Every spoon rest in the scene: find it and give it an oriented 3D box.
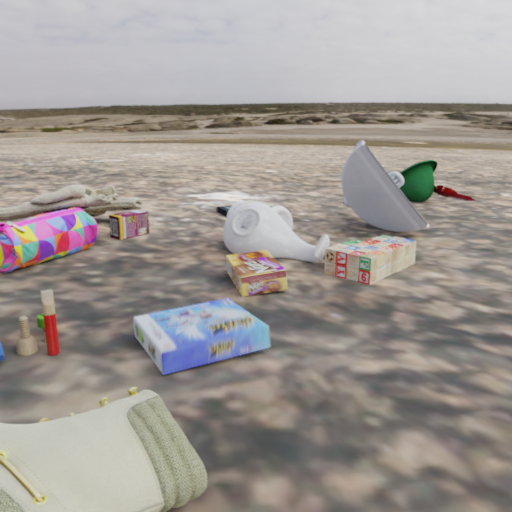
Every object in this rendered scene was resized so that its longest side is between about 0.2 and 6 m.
[{"bbox_3d":[0.362,-0.348,10.813,2.381,1.183,0.722,20,-16,34],"label":"spoon rest"}]

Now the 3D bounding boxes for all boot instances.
[{"bbox_3d":[-1.687,1.475,4.306,1.792,0.835,2.317,-15,27,-41],"label":"boot"}]

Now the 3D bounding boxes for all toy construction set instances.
[{"bbox_3d":[-3.308,0.522,6.635,1.832,1.408,1.528,-1,16,-6],"label":"toy construction set"}]

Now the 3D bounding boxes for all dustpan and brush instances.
[{"bbox_3d":[2.724,-1.476,13.590,0.983,2.396,3.433,-41,5,-22],"label":"dustpan and brush"}]

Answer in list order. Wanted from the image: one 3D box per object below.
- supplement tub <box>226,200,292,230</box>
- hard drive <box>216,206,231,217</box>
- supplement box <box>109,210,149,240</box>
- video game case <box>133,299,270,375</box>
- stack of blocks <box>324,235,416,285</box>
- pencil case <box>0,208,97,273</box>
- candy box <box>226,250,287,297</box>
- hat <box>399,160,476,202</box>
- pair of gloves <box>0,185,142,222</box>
[{"bbox_3d":[0.052,-0.695,11.910,0.904,0.904,1.247,-14,21,-41],"label":"supplement tub"},{"bbox_3d":[-0.433,-1.240,15.191,1.091,0.179,0.761,-7,17,-24],"label":"hard drive"},{"bbox_3d":[-2.859,-0.711,12.640,0.425,0.539,0.824,13,19,39],"label":"supplement box"},{"bbox_3d":[-0.708,0.946,7.001,1.371,0.312,1.243,-10,18,-25],"label":"video game case"},{"bbox_3d":[2.088,0.016,10.149,0.936,0.476,1.626,14,21,41],"label":"stack of blocks"},{"bbox_3d":[-4.073,-0.355,10.674,0.979,0.979,2.216,8,16,25],"label":"pencil case"},{"bbox_3d":[-0.019,0.271,9.392,0.761,0.368,1.305,-8,16,-11],"label":"candy box"},{"bbox_3d":[5.052,-1.691,16.711,1.707,1.814,2.061,-23,-18,-3],"label":"hat"},{"bbox_3d":[-4.306,-1.209,12.898,2.760,0.569,3.245,-8,2,6],"label":"pair of gloves"}]
